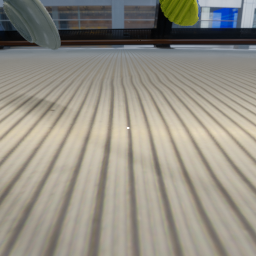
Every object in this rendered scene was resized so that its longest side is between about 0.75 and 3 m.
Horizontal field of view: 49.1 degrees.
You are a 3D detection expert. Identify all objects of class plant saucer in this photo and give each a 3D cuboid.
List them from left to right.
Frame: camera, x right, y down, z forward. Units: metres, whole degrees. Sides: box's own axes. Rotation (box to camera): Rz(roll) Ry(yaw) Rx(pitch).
[{"bbox_3d":[-3.415,-3.658,9.368,0.684,2.723,2.723,-44,37,-17],"label":"plant saucer"}]

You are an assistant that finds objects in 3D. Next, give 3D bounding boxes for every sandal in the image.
[{"bbox_3d":[0.745,-2.382,4.830,0.614,1.546,0.673,-40,-13,33],"label":"sandal"}]
